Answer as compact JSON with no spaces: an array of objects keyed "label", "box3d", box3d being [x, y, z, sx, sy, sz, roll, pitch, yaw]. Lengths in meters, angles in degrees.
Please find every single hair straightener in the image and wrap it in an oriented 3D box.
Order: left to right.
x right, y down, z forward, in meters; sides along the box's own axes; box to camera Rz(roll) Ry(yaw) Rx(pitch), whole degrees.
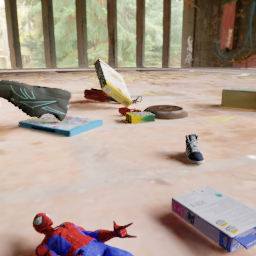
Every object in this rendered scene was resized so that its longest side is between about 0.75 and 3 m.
[{"label":"hair straightener","box3d":[-0.600,-1.514,13.032,2.834,0.580,1.091,7,16,24]}]

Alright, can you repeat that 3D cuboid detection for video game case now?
[{"label":"video game case","box3d":[-2.072,-0.148,8.692,2.129,0.190,1.524,9,17,30]}]

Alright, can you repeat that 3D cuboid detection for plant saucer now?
[{"label":"plant saucer","box3d":[1.361,-0.620,10.338,1.717,0.275,1.717,-1,14,0]}]

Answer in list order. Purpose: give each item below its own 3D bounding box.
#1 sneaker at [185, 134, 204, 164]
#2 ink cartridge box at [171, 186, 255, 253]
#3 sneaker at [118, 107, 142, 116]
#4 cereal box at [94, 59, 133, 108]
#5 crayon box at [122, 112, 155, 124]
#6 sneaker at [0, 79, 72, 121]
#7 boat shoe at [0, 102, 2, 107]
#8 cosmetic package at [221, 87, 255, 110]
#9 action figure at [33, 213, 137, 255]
[{"label":"sneaker","box3d":[1.414,0.421,5.981,0.316,0.489,0.901,0,15,-2]},{"label":"ink cartridge box","box3d":[1.248,1.170,3.639,0.756,0.266,1.267,-9,14,-29]},{"label":"sneaker","box3d":[0.058,-0.588,10.248,0.862,0.338,0.498,11,6,-6]},{"label":"cereal box","box3d":[-0.638,-1.898,11.668,1.498,0.412,2.082,33,26,-37]},{"label":"crayon box","box3d":[0.330,-0.351,9.330,0.986,0.254,0.620,-6,16,-18]},{"label":"sneaker","box3d":[-2.852,-0.799,7.973,2.480,0.983,0.935,8,3,-25]},{"label":"boat shoe","box3d":[-5.053,-0.870,9.759,0.833,0.819,2.310,-27,20,-8]},{"label":"cosmetic package","box3d":[5.054,-1.221,11.533,2.203,0.783,1.159,7,17,26]},{"label":"action figure","box3d":[-0.280,1.292,2.768,2.160,0.558,0.707,8,19,38]}]
